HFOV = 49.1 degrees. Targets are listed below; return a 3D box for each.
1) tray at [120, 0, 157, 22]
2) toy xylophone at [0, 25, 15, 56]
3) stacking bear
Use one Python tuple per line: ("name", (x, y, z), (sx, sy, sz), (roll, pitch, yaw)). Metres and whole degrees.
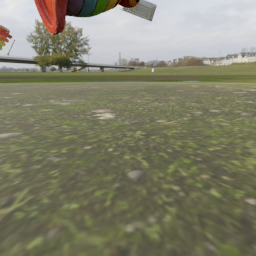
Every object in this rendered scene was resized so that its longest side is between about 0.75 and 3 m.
("tray", (0.334, -4.261, 9.935), (1.276, 0.685, 0.141), (22, 52, 1))
("toy xylophone", (-3.512, -2.382, 7.757), (0.630, 0.860, 0.216), (19, 8, -25))
("stacking bear", (-0.651, -3.049, 5.981), (2.461, 1.495, 1.400), (-20, 61, -33))
